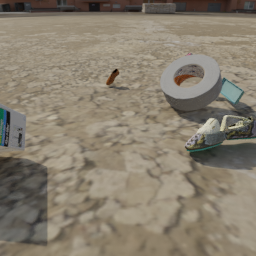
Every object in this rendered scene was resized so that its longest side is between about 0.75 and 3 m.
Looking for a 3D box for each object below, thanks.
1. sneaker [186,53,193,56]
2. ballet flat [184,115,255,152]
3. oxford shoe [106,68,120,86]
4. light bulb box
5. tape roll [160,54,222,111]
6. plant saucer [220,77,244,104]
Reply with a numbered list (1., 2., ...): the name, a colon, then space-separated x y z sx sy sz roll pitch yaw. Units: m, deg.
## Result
1. sneaker: 2.320 -2.700 11.844 0.443 1.123 0.535 37 -2 -25
2. ballet flat: 2.475 0.066 7.478 2.202 0.792 0.792 -10 28 -14
3. oxford shoe: -0.709 -2.252 12.277 0.313 0.312 0.876 27 75 21
4. light bulb box: -3.471 0.033 6.580 1.550 0.976 1.564 -3 -10 5
5. tape roll: 2.236 -1.642 9.973 2.089 0.690 2.089 -13 52 17
6. plant saucer: 3.767 -1.384 10.340 0.157 0.579 1.657 20 22 -16
